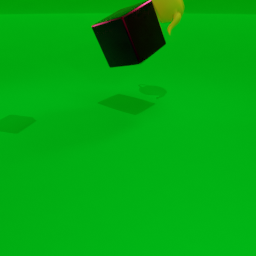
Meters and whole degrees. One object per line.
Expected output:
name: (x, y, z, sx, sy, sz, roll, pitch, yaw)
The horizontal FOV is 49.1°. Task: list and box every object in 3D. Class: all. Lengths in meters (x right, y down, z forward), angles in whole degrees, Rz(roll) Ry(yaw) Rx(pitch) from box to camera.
cube: (0.040, -2.426, 7.334, 1.208, 1.208, 1.208, 7, 41, 46)
teapot: (1.032, -3.497, 7.996, 0.948, 1.935, 1.203, -28, -21, 10)
